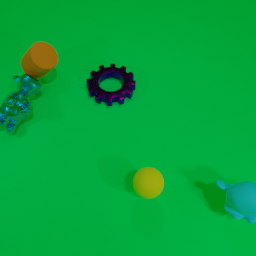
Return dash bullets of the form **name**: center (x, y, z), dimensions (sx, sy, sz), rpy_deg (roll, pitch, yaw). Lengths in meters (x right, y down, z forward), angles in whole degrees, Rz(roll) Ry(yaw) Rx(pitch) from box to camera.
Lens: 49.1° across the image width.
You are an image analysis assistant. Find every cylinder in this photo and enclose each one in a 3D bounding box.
- **cylinder**: center (-2.739, -2.081, 8.657), dimensions (0.872, 0.872, 0.872), rpy_deg (11, 72, -37)

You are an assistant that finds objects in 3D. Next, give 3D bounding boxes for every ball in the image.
- **ball**: center (0.485, 1.307, 6.688), dimensions (0.735, 0.735, 0.735), rpy_deg (0, 56, 0)

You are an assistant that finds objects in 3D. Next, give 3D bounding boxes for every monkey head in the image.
- **monkey head**: center (2.727, 1.581, 6.411), dimensions (1.446, 0.871, 1.040), rpy_deg (11, 19, 22)

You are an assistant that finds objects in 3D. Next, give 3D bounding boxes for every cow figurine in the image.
- **cow figurine**: center (-3.273, -0.793, 8.340), dimensions (1.663, 0.913, 1.636), rpy_deg (-49, 28, 13)

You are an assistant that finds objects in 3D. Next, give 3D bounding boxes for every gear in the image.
- **gear**: center (-0.547, -1.432, 9.185), dimensions (1.577, 0.292, 1.577), rpy_deg (0, 58, 0)
